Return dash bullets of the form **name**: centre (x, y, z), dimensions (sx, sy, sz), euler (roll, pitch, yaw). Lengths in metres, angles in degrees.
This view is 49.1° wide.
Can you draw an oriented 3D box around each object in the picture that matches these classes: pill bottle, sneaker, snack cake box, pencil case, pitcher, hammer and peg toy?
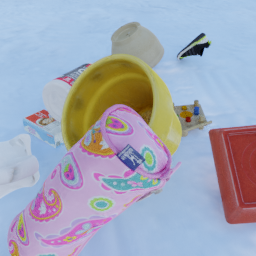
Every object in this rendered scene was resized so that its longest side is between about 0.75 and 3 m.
- **pill bottle**: centre (-1.188, -1.092, 7.743), dimensions (1.199, 1.199, 2.167), euler (20, 38, 23)
- **sneaker**: centre (2.512, -2.931, 10.732), dimensions (0.687, 1.658, 0.595), euler (49, 61, -4)
- **snack cake box**: centre (-2.122, -0.011, 7.530), dimensions (1.262, 0.424, 0.726), euler (25, 39, 28)
- **pencil case**: centre (-0.636, 1.039, 4.146), dimensions (1.304, 2.983, 1.304), euler (33, 29, -21)
- **pitcher**: centre (-3.040, 0.942, 5.079), dimensions (2.759, 1.672, 2.367), euler (-15, 1, -21)
- **hammer and peg toy**: centre (1.675, -0.209, 7.720), dimensions (1.029, 0.493, 1.399), euler (-6, 38, 2)

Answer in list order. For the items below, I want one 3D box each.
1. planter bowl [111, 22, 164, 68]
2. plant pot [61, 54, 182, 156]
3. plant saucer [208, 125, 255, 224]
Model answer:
- **planter bowl**: centre (0.165, -2.917, 9.990), dimensions (1.920, 1.292, 1.920), euler (-20, 41, 18)
- **plant pot**: centre (0.111, -0.086, 6.003), dimensions (2.255, 2.255, 2.121), euler (35, 6, 36)
- **plant saucer**: centre (2.775, 0.753, 5.469), dimensions (2.018, 0.370, 2.014), euler (-5, 63, 4)
